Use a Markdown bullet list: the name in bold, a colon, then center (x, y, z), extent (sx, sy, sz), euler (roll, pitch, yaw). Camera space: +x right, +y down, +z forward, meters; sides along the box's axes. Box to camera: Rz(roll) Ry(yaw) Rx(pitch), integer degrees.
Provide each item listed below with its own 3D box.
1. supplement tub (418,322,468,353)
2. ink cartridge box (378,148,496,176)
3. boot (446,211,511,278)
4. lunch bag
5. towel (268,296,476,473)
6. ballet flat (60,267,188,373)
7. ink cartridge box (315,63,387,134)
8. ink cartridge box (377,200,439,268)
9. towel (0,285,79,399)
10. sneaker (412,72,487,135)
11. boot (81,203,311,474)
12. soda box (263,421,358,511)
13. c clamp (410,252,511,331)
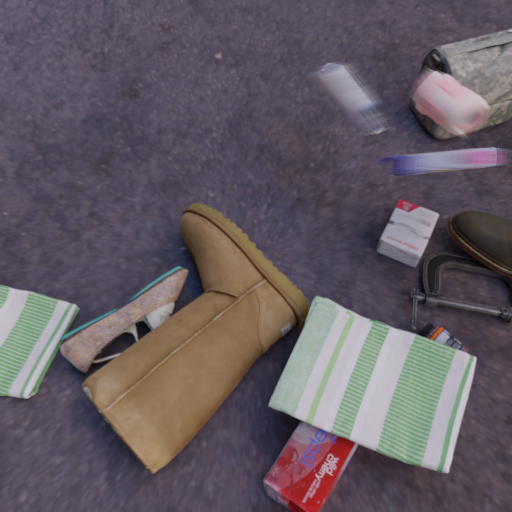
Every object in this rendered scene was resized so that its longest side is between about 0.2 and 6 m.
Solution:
- **supplement tub**: center (3.183, 1.500, 9.595), extent (0.430, 0.430, 0.804), euler (-38, 64, -22)
- **ink cartridge box**: center (3.053, -1.604, 9.652), extent (1.738, 1.037, 0.365), euler (-3, 96, 2)
- **boot**: center (5.486, -0.417, 9.904), extent (3.812, 1.847, 1.424), euler (21, 51, 12)
- **lunch bag**: center (4.687, -3.848, 12.153), extent (2.230, 1.871, 1.554), euler (-16, 59, -10)
- **towel**: center (1.799, 1.865, 8.454), extent (2.662, 0.311, 2.031), euler (20, 59, 12)
- **ballet flat**: center (-2.100, 1.158, 9.701), extent (2.523, 0.859, 0.848), euler (-33, 84, -14)
- **ink cartridge box**: center (1.587, -2.685, 9.435), extent (0.274, 1.251, 1.263), euler (-42, 20, 10)
- **ink cartridge box**: center (2.918, -0.434, 10.804), extent (0.814, 0.467, 1.120), euler (24, 61, 15)
- **towel**: center (-4.650, 1.340, 9.775), extent (2.545, 0.298, 1.941), euler (14, 59, 9)
- **sneaker**: center (2.731, -2.070, 7.804), extent (0.871, 0.627, 1.666), euler (41, 24, 11)
- **boot**: center (-1.339, 1.097, 9.405), extent (3.688, 1.219, 3.229), euler (-39, 65, -21)
- **soda box**: center (1.150, 2.683, 8.598), extent (0.896, 0.812, 2.561), euler (29, 63, 18)
- **c clamp**: center (3.847, 0.721, 10.206), extent (2.170, 0.294, 1.854), euler (6, 51, 4)
